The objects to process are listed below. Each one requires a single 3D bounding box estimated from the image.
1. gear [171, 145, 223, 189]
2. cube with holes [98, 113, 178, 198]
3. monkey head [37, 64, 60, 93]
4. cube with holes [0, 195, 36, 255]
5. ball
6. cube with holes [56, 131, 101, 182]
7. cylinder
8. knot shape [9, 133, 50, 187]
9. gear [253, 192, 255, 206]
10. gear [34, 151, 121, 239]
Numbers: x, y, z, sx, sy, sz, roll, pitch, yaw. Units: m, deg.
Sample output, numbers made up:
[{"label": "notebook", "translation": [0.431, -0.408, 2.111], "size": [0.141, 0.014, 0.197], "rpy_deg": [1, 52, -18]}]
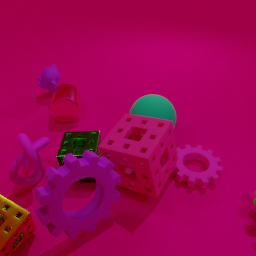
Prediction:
[{"label": "gear", "translation": [1.784, 0.991, 7.431], "size": [1.346, 0.249, 1.346], "rpy_deg": [1, 40, -1]}, {"label": "cube with holes", "translation": [0.306, 0.624, 6.824], "size": [1.300, 1.300, 1.300], "rpy_deg": [11, 44, 30]}, {"label": "monkey head", "translation": [-2.771, -1.731, 10.262], "size": [0.817, 0.975, 1.355], "rpy_deg": [-34, 41, 17]}, {"label": "cube with holes", "translation": [-2.513, 2.000, 5.517], "size": [0.896, 0.896, 0.896], "rpy_deg": [25, 52, 12]}, {"label": "ball", "translation": [0.721, -0.294, 8.248], "size": [1.375, 1.375, 1.375], "rpy_deg": [0, 38, 0]}, {"label": "cube with holes", "translation": [-1.190, 0.737, 7.254], "size": [0.939, 0.939, 0.939], "rpy_deg": [-2, 38, 3]}, {"label": "cylinder", "translation": [-2.042, -0.832, 9.260], "size": [0.959, 0.959, 0.959], "rpy_deg": [-4, 39, -5]}, {"label": "knot shape", "translation": [-2.424, 0.671, 6.888], "size": [0.648, 1.313, 1.403], "rpy_deg": [13, 58, -2]}, {"label": "gear", "translation": [3.545, 1.823, 5.947], "size": [1.673, 0.309, 1.673], "rpy_deg": [16, 29, -9]}, {"label": "gear", "translation": [-0.960, 1.355, 5.671], "size": [1.763, 1.763, 0.326], "rpy_deg": [-25, 30, -28]}]
